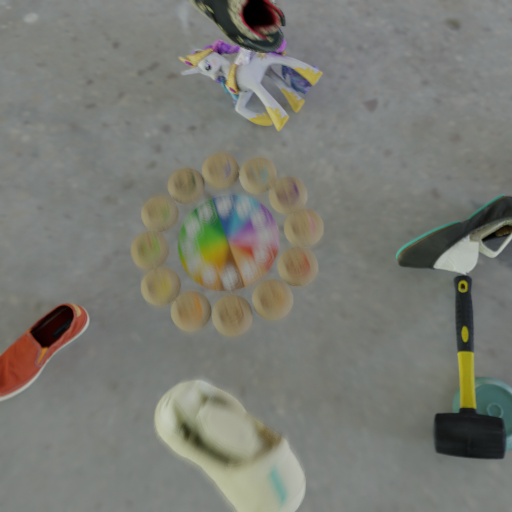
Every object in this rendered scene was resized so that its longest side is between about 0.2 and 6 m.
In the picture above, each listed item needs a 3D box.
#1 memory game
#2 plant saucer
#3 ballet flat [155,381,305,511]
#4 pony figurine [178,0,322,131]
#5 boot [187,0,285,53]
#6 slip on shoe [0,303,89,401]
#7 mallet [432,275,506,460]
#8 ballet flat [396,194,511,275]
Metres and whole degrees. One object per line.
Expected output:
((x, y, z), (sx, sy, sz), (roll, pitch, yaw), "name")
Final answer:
((-0.464, -0.237, 8.485), (2.991, 0.190, 2.991), (-3, 68, 7), "memory game")
((3.985, 2.643, 9.455), (1.262, 0.227, 1.262), (0, 63, 1), "plant saucer")
((-0.484, 1.833, 6.107), (0.938, 0.938, 2.702), (-46, 32, -20), "ballet flat")
((0.009, -4.263, 12.242), (2.694, 2.244, 2.601), (36, 76, 1), "pony figurine")
((-0.015, -3.699, 8.974), (1.565, 2.072, 0.748), (43, 107, 41), "boot")
((-3.892, 1.608, 9.750), (0.805, 0.665, 2.172), (42, 71, 17), "slip on shoe")
((3.461, 1.822, 9.712), (1.106, 0.691, 3.359), (-9, 52, 16), "mallet")
((4.018, -0.295, 10.554), (2.795, 0.950, 0.956), (-27, 62, -13), "ballet flat")
